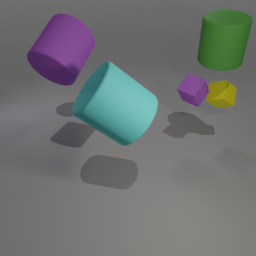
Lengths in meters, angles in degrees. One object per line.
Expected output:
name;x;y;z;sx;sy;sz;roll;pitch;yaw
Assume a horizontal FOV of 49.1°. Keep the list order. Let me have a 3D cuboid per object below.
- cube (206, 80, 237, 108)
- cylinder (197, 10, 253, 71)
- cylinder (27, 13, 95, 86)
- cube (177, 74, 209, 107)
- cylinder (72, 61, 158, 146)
cube;3.289;-1.176;9.850;0.700;0.700;0.700;24;-17;-36
cylinder;2.921;-2.699;8.590;1.400;1.400;1.400;-2;40;1
cylinder;-1.815;-2.138;7.755;1.400;1.400;1.400;14;66;23
cube;2.191;-1.265;9.400;0.700;0.700;0.700;30;78;37
cylinder;-0.295;-0.528;6.326;1.400;1.400;1.400;33;20;-23
